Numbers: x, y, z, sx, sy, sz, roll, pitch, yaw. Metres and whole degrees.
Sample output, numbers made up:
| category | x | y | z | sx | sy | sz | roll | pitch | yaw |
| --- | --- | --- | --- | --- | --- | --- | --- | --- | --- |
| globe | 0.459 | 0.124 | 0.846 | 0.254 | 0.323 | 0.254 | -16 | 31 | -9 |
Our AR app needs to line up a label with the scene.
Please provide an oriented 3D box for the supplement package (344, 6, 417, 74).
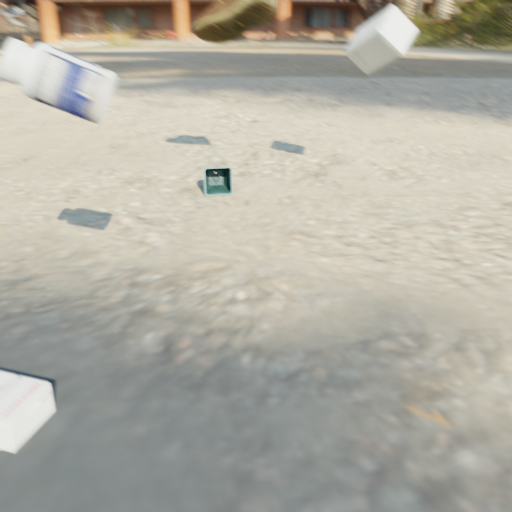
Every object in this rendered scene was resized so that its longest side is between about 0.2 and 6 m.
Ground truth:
| category | x | y | z | sx | sy | sz | roll | pitch | yaw |
| --- | --- | --- | --- | --- | --- | --- | --- | --- | --- |
| supplement package | 2.134 | -3.707 | 9.683 | 0.605 | 0.607 | 1.034 | -57 | 19 | -14 |

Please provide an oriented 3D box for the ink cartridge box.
| category | x | y | z | sx | sy | sz | roll | pitch | yaw |
| --- | --- | --- | --- | --- | --- | --- | --- | --- | --- |
| ink cartridge box | -2.419 | 1.399 | 5.181 | 0.852 | 0.358 | 0.620 | 8 | 26 | 17 |

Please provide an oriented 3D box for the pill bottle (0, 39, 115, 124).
| category | x | y | z | sx | sy | sz | roll | pitch | yaw |
| --- | --- | --- | --- | --- | --- | --- | --- | --- | --- |
| pill bottle | -1.761 | -1.568 | 4.992 | 0.897 | 0.498 | 0.498 | 19 | 20 | -17 |

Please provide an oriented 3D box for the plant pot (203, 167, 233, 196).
| category | x | y | z | sx | sy | sz | roll | pitch | yaw |
| --- | --- | --- | --- | --- | --- | --- | --- | --- | --- |
| plant pot | -0.796 | -1.545 | 11.319 | 0.564 | 0.563 | 0.575 | -4 | 16 | -9 |

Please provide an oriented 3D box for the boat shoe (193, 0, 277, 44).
| category | x | y | z | sx | sy | sz | roll | pitch | yaw |
| --- | --- | --- | --- | --- | --- | --- | --- | --- | --- |
| boat shoe | -0.353 | -4.225 | 9.680 | 1.882 | 0.636 | 0.678 | -5 | -18 | 45 |
